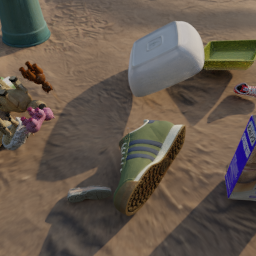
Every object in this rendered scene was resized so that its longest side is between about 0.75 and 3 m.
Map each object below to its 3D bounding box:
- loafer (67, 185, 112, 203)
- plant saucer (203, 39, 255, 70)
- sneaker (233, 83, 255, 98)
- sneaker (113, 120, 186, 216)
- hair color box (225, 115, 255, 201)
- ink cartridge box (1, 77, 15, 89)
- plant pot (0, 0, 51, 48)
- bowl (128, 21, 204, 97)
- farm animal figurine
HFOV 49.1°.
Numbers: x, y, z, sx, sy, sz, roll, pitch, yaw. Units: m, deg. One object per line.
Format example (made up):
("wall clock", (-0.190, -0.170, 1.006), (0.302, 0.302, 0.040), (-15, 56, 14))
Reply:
("loafer", (-0.877, 1.437, 6.372), (1.001, 0.360, 0.315), (-8, 38, -4))
("plant saucer", (3.643, -2.587, 10.064), (2.003, 0.480, 2.006), (9, 38, 31))
("sneaker", (3.864, -1.186, 8.801), (1.051, 0.374, 0.591), (6, 1, 21))
("sneaker", (0.251, 0.737, 6.732), (1.284, 0.959, 2.859), (19, 46, 28))
("hair color box", (2.873, 0.724, 5.815), (1.152, 2.107, 0.683), (4, 44, 4))
("ink cartridge box", (-4.293, -1.465, 9.433), (1.054, 0.253, 0.767), (28, 51, 24))
("plant pot", (-4.414, -4.707, 11.505), (2.059, 2.017, 2.059), (-1, 44, 1))
("bowl", (1.069, -2.380, 9.040), (2.546, 0.950, 2.543), (-19, 41, 24))
("farm animal figurine", (-2.932, -0.382, 7.687), (2.167, 1.349, 2.683), (-20, 48, 7))
